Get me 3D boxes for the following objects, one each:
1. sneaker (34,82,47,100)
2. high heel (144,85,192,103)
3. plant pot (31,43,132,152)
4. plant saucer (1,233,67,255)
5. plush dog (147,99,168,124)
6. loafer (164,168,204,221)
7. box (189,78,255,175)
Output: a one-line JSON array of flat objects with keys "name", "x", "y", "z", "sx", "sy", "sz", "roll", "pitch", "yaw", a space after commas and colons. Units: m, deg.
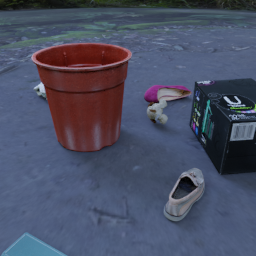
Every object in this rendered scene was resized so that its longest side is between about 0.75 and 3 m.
[{"name": "sneaker", "x": -3.119, "y": -1.606, "z": 12.284, "sx": 2.787, "sy": 0.980, "sz": 1.117, "roll": 16, "pitch": 47, "yaw": 46}, {"name": "high heel", "x": 1.738, "y": -1.450, "z": 12.127, "sx": 2.251, "sy": 0.758, "sz": 1.080, "roll": -10, "pitch": 17, "yaw": -43}, {"name": "plant pot", "x": -1.367, "y": -0.973, "z": 9.067, "sx": 2.953, "sy": 2.871, "sz": 2.953, "roll": 0, "pitch": 29, "yaw": 0}, {"name": "plant saucer", "x": -1.453, "y": 2.653, "z": 5.315, "sx": 2.158, "sy": 0.205, "sz": 0.755, "roll": 15, "pitch": 32, "yaw": 27}, {"name": "plush dog", "x": 0.967, "y": -0.566, "z": 10.257, "sx": 0.744, "sy": 0.928, "sz": 0.797, "roll": -3, "pitch": -4, "yaw": -25}, {"name": "loafer", "x": 1.479, "y": 1.494, "z": 6.963, "sx": 0.684, "sy": 0.598, "sz": 1.903, "roll": 16, "pitch": 33, "yaw": 26}, {"name": "box", "x": 3.425, "y": -0.202, "z": 8.743, "sx": 2.171, "sy": 1.817, "sz": 2.923, "roll": -3, "pitch": 29, "yaw": -5}]
